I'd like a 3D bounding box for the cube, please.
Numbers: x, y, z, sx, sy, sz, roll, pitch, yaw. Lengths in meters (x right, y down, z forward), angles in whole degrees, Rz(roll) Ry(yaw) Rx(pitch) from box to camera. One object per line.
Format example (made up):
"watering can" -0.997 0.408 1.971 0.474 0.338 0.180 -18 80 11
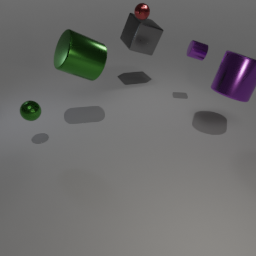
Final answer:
"cube" 0.659 -4.691 14.053 1.400 1.400 1.400 5 37 -31

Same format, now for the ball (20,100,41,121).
"ball" -3.299 -0.583 9.491 0.700 0.700 0.700 0 31 0

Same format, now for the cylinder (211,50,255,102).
"cylinder" 3.805 -1.802 9.740 1.400 1.400 1.400 16 22 -7

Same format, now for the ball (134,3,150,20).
"ball" 0.625 -5.149 12.390 0.700 0.700 0.700 0 31 0

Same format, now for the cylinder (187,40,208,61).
"cylinder" 2.968 -3.319 11.993 0.700 0.700 0.700 15 30 -8

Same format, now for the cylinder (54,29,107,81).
"cylinder" -1.667 -2.509 9.772 1.400 1.400 1.400 14 20 -35
